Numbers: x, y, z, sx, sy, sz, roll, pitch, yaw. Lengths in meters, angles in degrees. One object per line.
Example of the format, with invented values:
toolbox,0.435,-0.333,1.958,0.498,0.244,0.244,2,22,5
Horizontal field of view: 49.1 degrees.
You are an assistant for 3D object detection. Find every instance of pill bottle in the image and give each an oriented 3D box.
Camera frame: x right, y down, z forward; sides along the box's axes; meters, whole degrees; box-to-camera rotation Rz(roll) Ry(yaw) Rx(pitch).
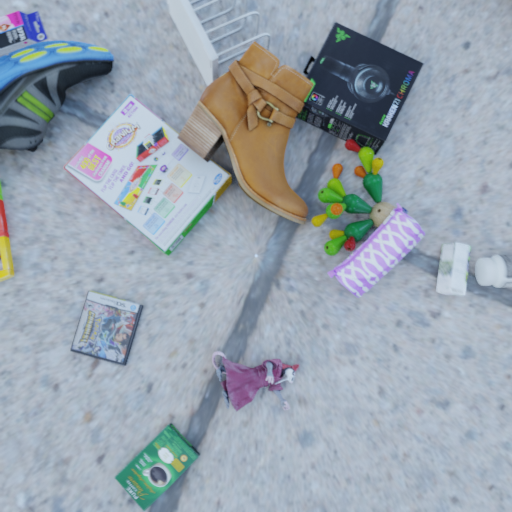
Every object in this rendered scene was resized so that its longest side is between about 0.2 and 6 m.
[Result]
pill bottle,4.313,0.257,9.548,0.988,0.562,0.562,-1,82,-1

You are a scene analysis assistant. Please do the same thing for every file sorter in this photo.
file sorter,-0.671,-4.092,9.769,1.176,1.310,1.888,-26,83,-6

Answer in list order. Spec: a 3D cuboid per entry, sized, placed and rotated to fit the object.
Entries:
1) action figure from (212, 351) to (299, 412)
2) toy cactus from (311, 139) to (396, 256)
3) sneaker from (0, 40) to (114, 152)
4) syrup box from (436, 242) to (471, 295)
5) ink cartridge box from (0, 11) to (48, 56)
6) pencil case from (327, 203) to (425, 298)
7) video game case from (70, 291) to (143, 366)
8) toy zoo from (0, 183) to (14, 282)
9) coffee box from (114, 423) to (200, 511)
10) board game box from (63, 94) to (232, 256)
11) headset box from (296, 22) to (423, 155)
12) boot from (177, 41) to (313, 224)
action figure,0.065,2.032,9.376,1.381,1.029,0.925,-16,127,-15
toy cactus,1.883,-0.882,9.599,1.660,1.028,2.011,20,74,-7
sneaker,-4.015,-2.620,9.682,3.513,1.456,1.245,-38,44,-18
syrup box,3.385,0.230,9.609,0.356,0.345,0.875,11,83,-22
ink cartridge box,-4.571,-4.079,10.304,1.297,0.241,0.614,-21,83,-5
pencil case,2.028,-0.069,9.321,0.713,0.700,1.668,36,102,-30
video game case,-2.562,1.239,9.629,0.978,0.138,1.083,15,83,2
toy zoo,-5.101,-0.269,9.780,1.502,0.234,2.289,-12,83,-2
coffee box,-1.632,3.473,9.263,0.765,0.274,1.245,44,84,6
board game box,-1.867,-1.418,9.809,2.332,0.470,1.784,40,84,5
headset box,1.696,-2.938,9.827,1.822,0.845,1.586,27,83,3
boot,0.290,-2.001,9.360,2.690,1.032,2.088,39,95,-2
